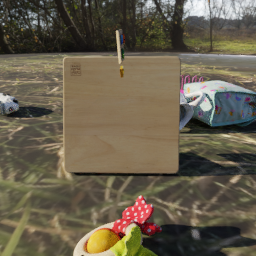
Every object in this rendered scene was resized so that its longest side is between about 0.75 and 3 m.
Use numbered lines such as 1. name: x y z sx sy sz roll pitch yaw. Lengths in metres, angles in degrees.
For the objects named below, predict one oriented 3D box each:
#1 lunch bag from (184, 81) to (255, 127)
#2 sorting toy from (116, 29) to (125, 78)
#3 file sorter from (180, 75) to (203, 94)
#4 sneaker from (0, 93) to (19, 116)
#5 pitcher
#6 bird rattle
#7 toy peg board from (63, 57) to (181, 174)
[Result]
1. lunch bag: 3.912 -1.060 11.370 2.664 1.625 2.270 -6 19 -19
2. sorting toy: -0.112 -1.464 5.486 0.117 0.870 0.648 -3 22 5
3. file sorter: 3.431 -2.489 16.316 1.724 1.081 1.198 8 20 22
4. sneaker: -5.681 -1.177 13.085 0.971 0.813 2.194 -13 33 -32
5. pitcher: 1.987 -0.950 11.065 1.898 1.341 2.212 -36 21 8
6. bird rattle: -0.187 1.773 4.535 1.419 0.980 1.740 -16 16 4
7. toy peg board: -0.160 -0.360 7.831 2.988 2.976 1.461 0 4 1
